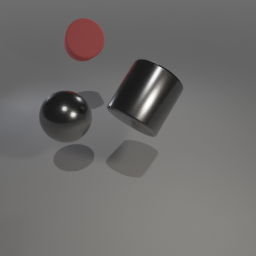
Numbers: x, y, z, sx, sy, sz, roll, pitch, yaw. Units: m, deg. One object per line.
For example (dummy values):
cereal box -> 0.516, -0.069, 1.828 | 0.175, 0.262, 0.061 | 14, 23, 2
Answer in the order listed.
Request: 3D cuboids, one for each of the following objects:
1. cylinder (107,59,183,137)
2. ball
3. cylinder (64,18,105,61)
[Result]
cylinder -> 0.417, -0.714, 6.885 | 1.400, 1.400, 1.400 | 26, 82, 37
ball -> -1.671, -0.308, 7.566 | 1.400, 1.400, 1.400 | 0, 31, 0
cylinder -> -1.694, -3.300, 10.653 | 1.400, 1.400, 1.400 | -9, 11, -14
